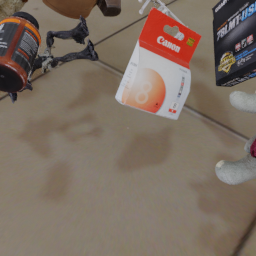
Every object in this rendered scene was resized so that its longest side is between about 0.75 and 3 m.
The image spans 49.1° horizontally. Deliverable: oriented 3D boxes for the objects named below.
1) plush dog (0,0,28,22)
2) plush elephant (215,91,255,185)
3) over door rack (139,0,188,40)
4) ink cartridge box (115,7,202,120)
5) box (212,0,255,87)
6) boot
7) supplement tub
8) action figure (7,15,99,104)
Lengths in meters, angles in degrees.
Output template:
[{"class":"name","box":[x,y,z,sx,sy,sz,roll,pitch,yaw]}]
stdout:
[{"class":"plush dog","box":[-3.729,-3.590,8.128,2.048,1.644,1.759,12,48,25]},{"class":"plush elephant","box":[2.736,-0.169,4.830,2.671,2.068,2.200,-24,6,3]},{"class":"over door rack","box":[1.122,-3.044,8.116,1.529,0.690,2.070,47,22,4]},{"class":"ink cartridge box","box":[0.793,-1.243,5.903,1.584,1.953,0.490,13,18,-36]},{"class":"box","box":[2.981,-2.467,6.926,0.595,2.395,2.378,-1,84,-16]},{"class":"boot","box":[-1.261,-3.792,7.366,2.448,0.860,1.790,-5,64,-39]},{"class":"supplement tub","box":[-1.699,-1.187,4.198,0.668,0.668,1.249,4,57,3]},{"class":"action figure","box":[-2.219,-1.687,6.362,2.859,1.459,1.699,-19,70,3]}]
